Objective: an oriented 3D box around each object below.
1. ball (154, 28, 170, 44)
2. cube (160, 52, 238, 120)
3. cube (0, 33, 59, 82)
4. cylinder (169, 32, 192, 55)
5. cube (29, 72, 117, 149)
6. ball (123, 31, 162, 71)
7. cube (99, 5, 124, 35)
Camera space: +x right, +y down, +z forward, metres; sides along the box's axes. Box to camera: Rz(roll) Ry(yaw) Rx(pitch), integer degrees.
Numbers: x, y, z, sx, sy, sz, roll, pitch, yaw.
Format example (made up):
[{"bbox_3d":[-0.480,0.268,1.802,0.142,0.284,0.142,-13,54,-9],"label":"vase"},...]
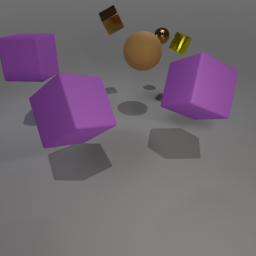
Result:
[{"bbox_3d":[1.486,-4.050,12.319,0.700,0.700,0.700,0,30,0],"label":"ball"},{"bbox_3d":[1.992,-1.098,7.938,1.400,1.400,1.400,18,-8,-27],"label":"cube"},{"bbox_3d":[-3.347,-2.439,9.582,1.400,1.400,1.400,3,24,9],"label":"cube"},{"bbox_3d":[2.087,-3.365,11.186,0.700,0.700,0.700,23,17,-7],"label":"cylinder"},{"bbox_3d":[-1.398,-0.421,7.140,1.400,1.400,1.400,-27,-13,36],"label":"cube"},{"bbox_3d":[0.532,-2.780,10.142,1.400,1.400,1.400,0,30,0],"label":"ball"},{"bbox_3d":[-0.662,-4.296,11.174,0.700,0.700,0.700,-26,51,8],"label":"cube"}]
